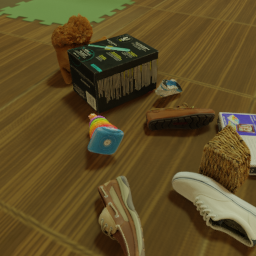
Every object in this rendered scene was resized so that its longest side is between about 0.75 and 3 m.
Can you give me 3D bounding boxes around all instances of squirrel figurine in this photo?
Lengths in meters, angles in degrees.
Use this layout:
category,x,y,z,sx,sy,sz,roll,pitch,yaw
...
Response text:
category,x,y,z,sx,sy,sz,roll,pitch,yaw
squirrel figurine,-1.955,-3.576,12.273,2.382,2.552,1.806,-16,35,0

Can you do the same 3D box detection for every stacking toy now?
category,x,y,z,sx,sy,sz,roll,pitch,yaw
stacking toy,-0.908,-0.007,9.052,0.994,0.940,1.713,12,27,-30

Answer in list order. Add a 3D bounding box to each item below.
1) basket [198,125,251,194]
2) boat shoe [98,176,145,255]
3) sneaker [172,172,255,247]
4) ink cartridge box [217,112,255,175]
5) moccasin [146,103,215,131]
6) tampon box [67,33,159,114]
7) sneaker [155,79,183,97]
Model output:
category,x,y,z,sx,sy,sz,roll,pitch,yaw
basket,2.782,0.984,7.718,1.200,1.681,1.253,32,50,31
boat shoe,-0.219,2.310,6.839,0.945,0.997,2.632,-11,33,-8
sneaker,2.184,1.994,7.133,2.556,0.934,0.905,26,43,25
ink cartridge box,4.393,0.468,9.159,2.522,0.547,2.499,2,41,5
moccasin,1.866,-0.437,10.056,2.433,0.890,0.939,-7,49,6
tampon box,-0.574,-2.306,11.362,2.910,1.837,2.181,-25,47,-26
sneaker,1.620,-1.568,11.374,1.605,0.696,0.602,-4,58,-52
